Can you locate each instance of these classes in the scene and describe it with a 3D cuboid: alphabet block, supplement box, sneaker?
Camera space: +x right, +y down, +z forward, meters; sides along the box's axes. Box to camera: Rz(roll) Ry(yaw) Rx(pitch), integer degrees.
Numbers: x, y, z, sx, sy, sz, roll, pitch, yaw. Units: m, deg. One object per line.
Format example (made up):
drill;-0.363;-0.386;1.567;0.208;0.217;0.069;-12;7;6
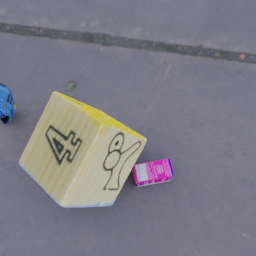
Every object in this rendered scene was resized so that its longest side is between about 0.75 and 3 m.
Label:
alphabet block;-1.019;0.537;6.549;1.862;1.852;1.896;31;94;32
supplement box;0.658;1.202;7.525;1.025;0.519;0.530;-9;66;-3
sneaker;-3.446;-0.644;7.624;0.521;1.579;0.619;6;61;-4
